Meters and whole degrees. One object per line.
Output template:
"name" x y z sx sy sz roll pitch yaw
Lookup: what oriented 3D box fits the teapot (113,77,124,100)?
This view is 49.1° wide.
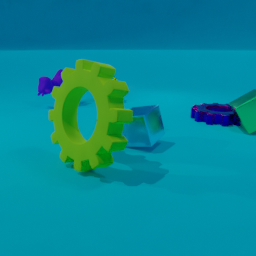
"teapot" -0.884 -1.802 11.630 1.938 0.949 1.205 47 -4 13

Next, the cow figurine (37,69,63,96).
"cow figurine" -2.671 -1.571 10.713 0.810 1.452 1.476 13 -23 44

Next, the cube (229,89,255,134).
"cube" 3.418 -0.473 7.710 0.828 0.828 0.828 -30 9 13

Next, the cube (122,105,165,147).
"cube" 0.319 -0.049 6.608 0.761 0.761 0.761 -3 20 34

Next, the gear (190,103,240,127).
"gear" 2.980 -0.470 9.094 1.815 0.336 1.815 0 17 0

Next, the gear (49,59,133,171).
"gear" -0.798 -0.233 5.342 2.045 2.045 0.378 16 11 42
